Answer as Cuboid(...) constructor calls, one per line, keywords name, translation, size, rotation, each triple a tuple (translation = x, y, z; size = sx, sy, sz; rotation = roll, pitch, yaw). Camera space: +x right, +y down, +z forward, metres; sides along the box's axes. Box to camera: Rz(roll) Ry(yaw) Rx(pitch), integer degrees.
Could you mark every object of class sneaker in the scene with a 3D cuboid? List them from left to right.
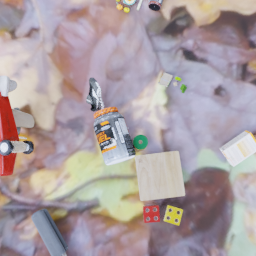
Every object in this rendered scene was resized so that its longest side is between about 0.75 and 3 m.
Cuboid(name="sneaker", translation=(-1.089, -0.993, 8.740), size=(0.517, 1.142, 0.380), rotation=(-31, 37, -28))

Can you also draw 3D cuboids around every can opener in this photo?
Cuboid(name="can opener", translation=(-2.147, 3.586, 8.138), size=(0.832, 0.659, 2.503), rotation=(-28, 81, -4))

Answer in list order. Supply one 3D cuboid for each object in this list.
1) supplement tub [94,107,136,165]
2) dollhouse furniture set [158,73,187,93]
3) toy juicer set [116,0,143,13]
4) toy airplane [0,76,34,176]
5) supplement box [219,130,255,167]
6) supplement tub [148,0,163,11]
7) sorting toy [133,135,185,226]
Cuboid(name="supplement tub", translation=(-0.454, 0.239, 8.549), size=(0.994, 0.994, 1.621), rotation=(-19, 80, -3))
Cuboid(name="dollhouse furniture set", translation=(1.494, -1.475, 9.281), size=(0.892, 0.345, 0.446), rotation=(26, 88, 24))
Cuboid(name="toy juicer set", translation=(0.067, -4.339, 9.701), size=(1.018, 0.277, 0.647), rotation=(-1, 80, -1))
Cuboid(name="toy airplane", translation=(-3.727, -0.231, 7.555), size=(1.780, 2.522, 2.511), rotation=(-19, 36, 19))
Cuboid(name="supplement box", translation=(3.421, 0.624, 8.573), size=(1.000, 0.368, 0.630), rotation=(-35, 101, 4))
Cuboid(name="supplement tub", translation=(1.002, -4.539, 9.639), size=(0.474, 0.474, 0.886), rotation=(13, 80, 2))
Cuboid(name="sorting toy", translation=(0.966, 1.552, 8.581), size=(1.348, 0.473, 2.795), rotation=(-7, 80, -1))
